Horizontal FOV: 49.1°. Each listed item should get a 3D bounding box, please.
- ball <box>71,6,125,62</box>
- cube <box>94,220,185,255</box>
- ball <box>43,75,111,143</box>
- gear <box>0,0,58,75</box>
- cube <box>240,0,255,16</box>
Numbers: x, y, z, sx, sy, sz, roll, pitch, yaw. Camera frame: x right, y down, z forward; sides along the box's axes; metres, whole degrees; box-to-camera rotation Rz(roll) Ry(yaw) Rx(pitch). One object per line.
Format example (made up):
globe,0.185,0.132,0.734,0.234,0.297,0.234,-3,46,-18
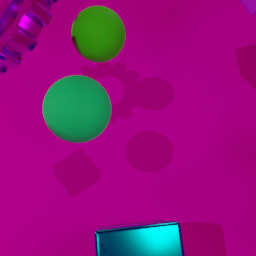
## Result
ball,-0.595,-1.891,5.689,1.087,1.087,1.087,0,69,0
cube,0.152,2.127,4.313,1.227,1.227,1.227,-4,73,-6
ball,-0.877,-0.326,4.888,1.173,1.173,1.173,0,69,0
gear,-2.145,-2.050,5.422,2.070,0.383,2.070,-22,54,34
cube,2.413,-3.055,5.059,1.279,1.279,1.279,48,32,-12
